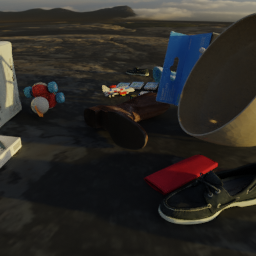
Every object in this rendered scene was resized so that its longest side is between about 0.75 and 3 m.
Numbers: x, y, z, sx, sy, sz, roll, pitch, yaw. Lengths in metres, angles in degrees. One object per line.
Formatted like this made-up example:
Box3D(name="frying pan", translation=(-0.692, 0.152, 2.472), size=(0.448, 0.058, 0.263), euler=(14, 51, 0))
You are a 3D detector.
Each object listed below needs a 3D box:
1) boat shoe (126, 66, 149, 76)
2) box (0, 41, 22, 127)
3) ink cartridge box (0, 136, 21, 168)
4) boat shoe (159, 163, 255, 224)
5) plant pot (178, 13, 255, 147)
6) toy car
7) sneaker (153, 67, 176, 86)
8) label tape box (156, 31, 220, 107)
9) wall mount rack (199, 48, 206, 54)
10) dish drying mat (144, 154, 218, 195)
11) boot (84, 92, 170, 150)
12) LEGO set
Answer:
Box3D(name="boat shoe", translation=(0.465, -2.862, 13.948), size=(1.172, 0.389, 0.438), euler=(12, 28, 24))
Box3D(name="box", translation=(-4.689, -1.222, 8.250), size=(2.002, 2.326, 2.338), euler=(2, 26, 4))
Box3D(name="ink cartridge box", translation=(-3.476, 0.615, 6.740), size=(1.228, 0.312, 1.394), euler=(4, 25, 6))
Box3D(name="boat shoe", translation=(1.635, 1.109, 5.171), size=(2.278, 0.755, 0.851), euler=(-6, 26, -13))
Box3D(name="plant pot", translation=(2.626, -0.697, 5.884), size=(1.830, 2.726, 2.726), euler=(26, 20, -18))
Box3D(name="toy car", translation=(-2.836, -0.792, 9.302), size=(1.083, 1.039, 1.175), euler=(-8, 53, 12))
Box3D(name="sneaker", translation=(2.016, -2.133, 11.991), size=(1.319, 0.804, 2.020), euler=(-14, 38, -22))
Box3D(name="label tape box", translation=(2.475, -1.449, 7.912), size=(2.939, 2.106, 0.972), euler=(11, 8, -5))
Box3D(name="wall mount rack", translation=(2.586, -0.876, 7.056), size=(2.178, 2.506, 0.934), euler=(20, 4, 10))
Box3D(name="dish drying mat", translation=(1.198, 0.981, 6.159), size=(1.689, 0.154, 0.649), euler=(-19, 32, -32))
Box3D(name="boot", translation=(0.494, -0.388, 8.343), size=(2.788, 0.896, 2.599), euler=(-15, 31, -38))
Box3D(name="LEGO set", translation=(0.125, -1.631, 11.208), size=(1.792, 0.589, 2.399), euler=(4, 26, 17))
